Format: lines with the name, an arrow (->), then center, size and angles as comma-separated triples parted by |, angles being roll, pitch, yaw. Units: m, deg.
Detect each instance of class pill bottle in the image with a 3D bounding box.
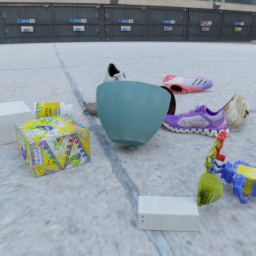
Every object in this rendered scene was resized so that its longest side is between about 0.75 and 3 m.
pill bottle -> -2.819, -0.591, 10.669 | 1.430, 0.806, 0.806 | -1, 21, -11

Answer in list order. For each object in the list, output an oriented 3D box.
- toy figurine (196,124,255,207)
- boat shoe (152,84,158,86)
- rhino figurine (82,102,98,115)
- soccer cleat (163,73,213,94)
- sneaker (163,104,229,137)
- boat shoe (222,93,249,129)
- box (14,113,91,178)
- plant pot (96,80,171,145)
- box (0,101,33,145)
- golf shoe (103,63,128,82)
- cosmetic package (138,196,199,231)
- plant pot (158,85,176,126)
toy figurine -> 2.512, 0.954, 6.108 | 1.505, 1.325, 2.512 | 19, 20, 21
boat shoe -> 0.330, -1.612, 13.245 | 2.630, 0.943, 1.002 | -6, 11, -14
rhino figurine -> -1.135, -0.835, 11.569 | 2.051, 0.613, 0.897 | 12, 25, 32
soccer cleat -> 3.236, -2.237, 15.032 | 2.857, 0.953, 1.092 | 5, 59, -11
sneaker -> 2.359, -0.356, 9.785 | 2.309, 1.021, 0.929 | 7, 24, 20
boat shoe -> 4.112, -0.618, 10.815 | 0.901, 0.996, 2.794 | 44, 34, 10
box -> -2.129, 0.394, 7.863 | 1.586, 1.004, 1.646 | -13, 26, -30
plant pot -> 0.081, -0.310, 8.492 | 2.289, 1.541, 2.289 | 6, -11, 1
box -> -4.081, -0.194, 9.394 | 1.496, 0.978, 1.489 | -12, 24, -28
golf shoe -> -0.325, -1.722, 12.029 | 1.015, 1.260, 2.592 | -26, 58, -20
cosmetic package -> 0.764, 1.660, 5.468 | 1.131, 0.403, 0.573 | 1, 21, 3
plant pot -> 0.772, -0.873, 10.805 | 1.480, 1.480, 1.583 | -17, 16, -37
